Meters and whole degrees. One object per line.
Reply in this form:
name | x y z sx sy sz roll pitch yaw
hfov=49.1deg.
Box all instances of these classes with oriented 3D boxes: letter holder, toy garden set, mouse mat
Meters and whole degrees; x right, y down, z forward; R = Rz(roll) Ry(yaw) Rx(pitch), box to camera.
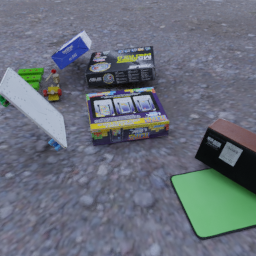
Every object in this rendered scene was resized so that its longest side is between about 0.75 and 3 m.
letter holder | 2.941 0.600 6.889 1.977 0.994 1.405 32 38 25
toy garden set | -3.260 -1.551 10.278 1.775 0.425 2.130 -4 38 -3
mouse mat | 2.307 1.613 6.651 2.245 0.085 1.807 -9 40 -10

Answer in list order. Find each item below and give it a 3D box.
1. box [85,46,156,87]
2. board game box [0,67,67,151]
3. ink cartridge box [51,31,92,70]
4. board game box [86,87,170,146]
box | -0.233 -2.433 10.879 2.574 0.570 2.062 -5 36 6
board game box | -2.484 -0.520 7.357 0.269 2.079 2.079 -40 29 6
ink cartridge box | -2.120 -3.100 10.889 1.288 0.606 2.740 -33 22 8
board game box | -0.081 -0.424 8.681 2.283 0.647 1.887 -7 42 -8
